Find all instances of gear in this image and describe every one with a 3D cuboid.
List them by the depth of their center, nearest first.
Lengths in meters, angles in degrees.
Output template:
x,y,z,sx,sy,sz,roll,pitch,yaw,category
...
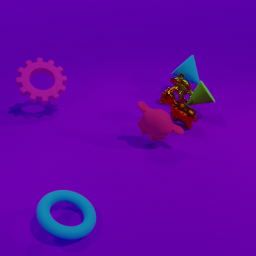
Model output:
x,y,z,sx,sy,sz,roll,pitch,yaw,category
-2.879,-1.577,9.389,1.585,0.293,1.585,6,68,-17,gear

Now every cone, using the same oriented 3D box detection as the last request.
x,y,z,sx,sy,sz,roll,pitch,yaw,category
2.287,-0.980,9.323,0.854,0.850,0.850,-34,21,21,cone
2.502,-2.096,11.122,1.121,1.117,1.117,48,36,-4,cone

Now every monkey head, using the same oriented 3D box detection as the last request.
x,y,z,sx,sy,sz,roll,pitch,yaw,category
0.846,-0.217,7.832,1.468,0.884,1.056,34,49,0,monkey head

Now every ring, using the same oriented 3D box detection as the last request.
x,y,z,sx,sy,sz,roll,pitch,yaw,category
-1.153,1.625,5.316,1.130,0.226,1.130,20,26,-10,ring

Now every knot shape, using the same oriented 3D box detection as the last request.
x,y,z,sx,sy,sz,roll,pitch,yaw,category
1.970,-1.523,10.275,0.601,1.217,1.301,-28,66,12,knot shape

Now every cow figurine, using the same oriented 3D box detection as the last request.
x,y,z,sx,sy,sz,roll,pitch,yaw,category
1.556,-0.645,8.658,0.697,1.250,1.270,-47,53,-12,cow figurine
